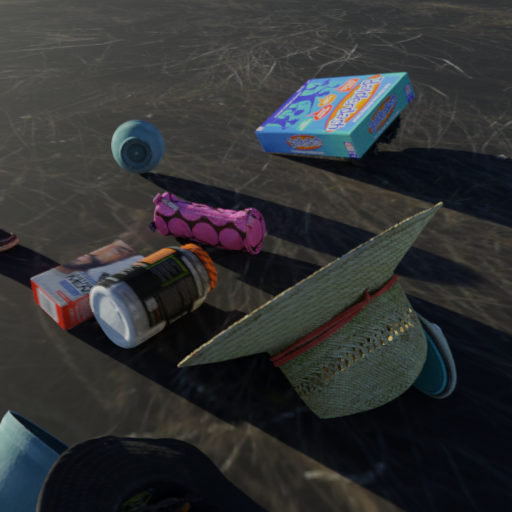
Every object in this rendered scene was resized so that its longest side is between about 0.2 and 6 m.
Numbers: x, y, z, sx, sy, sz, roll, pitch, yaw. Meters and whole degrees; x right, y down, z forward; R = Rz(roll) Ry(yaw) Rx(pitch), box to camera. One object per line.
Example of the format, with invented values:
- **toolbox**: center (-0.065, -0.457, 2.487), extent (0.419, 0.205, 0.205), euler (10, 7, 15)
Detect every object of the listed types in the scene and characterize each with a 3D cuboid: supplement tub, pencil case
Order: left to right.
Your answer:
- **supplement tub**: center (-1.421, 0.512, 8.063), extent (1.022, 1.022, 1.668), euler (26, 40, 34)
- **pencil case**: center (-0.844, -0.603, 9.922), extent (1.977, 0.926, 0.897), euler (11, 54, 18)

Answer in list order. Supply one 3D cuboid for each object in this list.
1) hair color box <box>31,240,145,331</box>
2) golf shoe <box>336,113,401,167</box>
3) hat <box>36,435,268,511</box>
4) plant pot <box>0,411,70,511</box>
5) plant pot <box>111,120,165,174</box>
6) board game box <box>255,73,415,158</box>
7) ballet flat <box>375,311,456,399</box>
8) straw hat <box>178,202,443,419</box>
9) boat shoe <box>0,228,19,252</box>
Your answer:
- **hair color box**: center (-2.500, 0.407, 8.665), extent (0.885, 0.510, 1.596), euler (31, 42, 32)
- **golf shoe**: center (2.661, -3.217, 13.871), extent (1.348, 1.109, 2.853), euler (17, 38, 31)
- **hat**: center (-0.636, 2.705, 4.245), extent (2.776, 1.120, 2.776), euler (36, 10, -7)
- **plant pot**: center (-1.999, 2.262, 5.124), extent (1.474, 1.474, 0.987), euler (23, 65, 31)
- **plant pot**: center (-2.609, -2.319, 12.315), extent (1.182, 1.182, 0.792), euler (-4, 24, -7)
- **board game box**: center (1.764, -3.290, 13.061), extent (3.023, 0.680, 2.299), euler (15, 55, 47)
- **ballet flat**: center (2.024, 0.986, 7.616), extent (0.842, 0.842, 2.424), euler (-14, 34, -21)
- **straw hat**: center (1.097, 0.976, 6.630), extent (3.751, 3.751, 1.587), euler (-27, 81, -35)
- **boat shoe**: center (-5.044, -0.462, 10.020), extent (1.618, 0.582, 0.584), euler (10, 34, 16)
